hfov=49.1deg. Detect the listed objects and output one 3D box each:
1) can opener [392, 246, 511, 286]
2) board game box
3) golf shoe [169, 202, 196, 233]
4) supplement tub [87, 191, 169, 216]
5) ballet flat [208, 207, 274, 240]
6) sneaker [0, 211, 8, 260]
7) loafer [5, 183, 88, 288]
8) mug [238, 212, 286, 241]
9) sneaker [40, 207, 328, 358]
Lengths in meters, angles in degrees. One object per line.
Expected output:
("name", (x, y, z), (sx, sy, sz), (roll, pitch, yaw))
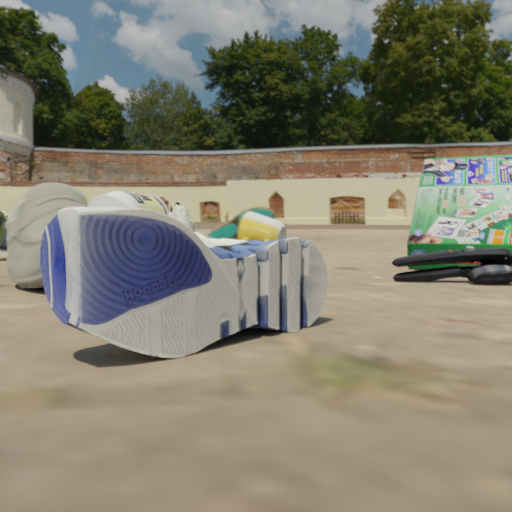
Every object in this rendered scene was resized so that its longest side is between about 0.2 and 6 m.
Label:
("can opener", (2.138, 0.098, 6.089), (1.298, 0.411, 0.510), (1, 4, 11))
("board game box", (3.541, -0.769, 8.557), (2.120, 0.459, 3.150), (2, 31, 21))
("golf shoe", (-2.371, -1.052, 17.822), (1.062, 1.318, 2.712), (-3, 3, -13))
("supplement tub", (-3.194, -0.885, 13.975), (1.411, 1.411, 1.946), (1, 3, 21))
("ballet flat", (-0.366, -0.757, 14.124), (1.825, 0.643, 0.596), (-20, 1, 12))
("sneaker", (-4.770, -0.639, 9.617), (1.078, 1.443, 3.214), (2, 4, 29))
("loafer", (-2.249, -0.270, 6.149), (1.072, 1.070, 3.065), (-9, 8, -30))
("mug", (0.149, -0.428, 13.108), (0.932, 1.136, 0.910), (11, -25, 24))
("sneaker", (-0.492, 0.175, 3.326), (1.024, 0.716, 1.773), (-2, -6, 44))
